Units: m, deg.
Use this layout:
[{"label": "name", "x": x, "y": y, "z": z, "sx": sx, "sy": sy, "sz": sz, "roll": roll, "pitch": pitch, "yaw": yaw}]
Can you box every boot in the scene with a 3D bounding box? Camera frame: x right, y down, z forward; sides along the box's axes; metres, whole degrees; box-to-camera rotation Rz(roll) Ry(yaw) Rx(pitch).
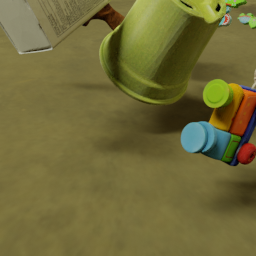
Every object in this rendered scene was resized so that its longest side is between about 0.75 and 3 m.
[{"label": "boot", "x": -0.889, "y": -3.937, "z": 10.321, "sx": 0.481, "sy": 1.405, "sz": 1.323, "roll": 16, "pitch": 75, "yaw": 53}]

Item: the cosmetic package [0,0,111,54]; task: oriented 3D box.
[{"label": "cosmetic package", "x": -1.425, "y": -2.637, "z": 5.627, "sx": 1.042, "sy": 1.235, "sz": 2.389, "roll": 3, "pitch": 42, "yaw": 34}]

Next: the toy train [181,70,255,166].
[{"label": "toy train", "x": 1.748, "y": -0.524, "z": 4.600, "sx": 1.324, "sy": 2.287, "sz": 0.968, "roll": 10, "pitch": 15, "yaw": -42}]

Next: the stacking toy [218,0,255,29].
[{"label": "stacking toy", "x": 2.204, "y": -3.270, "z": 8.252, "sx": 2.875, "sy": 0.676, "sz": 2.168, "roll": 16, "pitch": 13, "yaw": 34}]

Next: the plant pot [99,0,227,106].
[{"label": "plant pot", "x": 0.958, "y": -2.400, "z": 7.023, "sx": 2.748, "sy": 2.526, "sz": 2.748, "roll": 12, "pitch": 56, "yaw": -18}]
